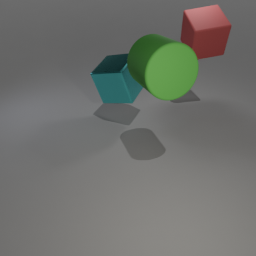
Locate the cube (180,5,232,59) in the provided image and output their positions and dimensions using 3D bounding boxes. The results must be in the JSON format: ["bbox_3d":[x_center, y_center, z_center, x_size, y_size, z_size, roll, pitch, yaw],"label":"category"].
[{"bbox_3d":[2.987,-3.727,11.000,1.400,1.400,1.400,-11,55,-3],"label":"cube"}]

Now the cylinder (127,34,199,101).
[{"bbox_3d":[0.843,-1.585,7.160,1.400,1.400,1.400,-10,29,-15],"label":"cylinder"}]

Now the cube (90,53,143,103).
[{"bbox_3d":[-0.335,-1.911,10.857,1.400,1.400,1.400,3,43,31],"label":"cube"}]
